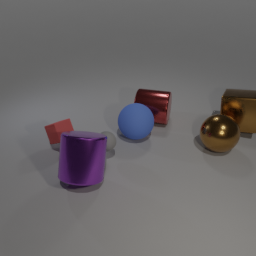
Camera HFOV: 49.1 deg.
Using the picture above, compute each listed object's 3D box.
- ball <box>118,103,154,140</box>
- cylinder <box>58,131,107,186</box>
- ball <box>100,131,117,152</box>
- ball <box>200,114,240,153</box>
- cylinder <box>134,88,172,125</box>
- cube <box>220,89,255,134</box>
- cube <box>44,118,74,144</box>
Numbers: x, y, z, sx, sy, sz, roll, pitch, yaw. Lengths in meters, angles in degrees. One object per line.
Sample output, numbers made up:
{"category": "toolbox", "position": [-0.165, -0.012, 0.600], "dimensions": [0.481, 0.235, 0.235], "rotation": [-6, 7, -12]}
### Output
{"category": "ball", "position": [0.305, -0.255, 10.803], "dimensions": [1.400, 1.400, 1.400], "rotation": [0, 31, 0]}
{"category": "cylinder", "position": [-1.387, 0.878, 8.578], "dimensions": [1.400, 1.400, 1.400], "rotation": [6, 7, -1]}
{"category": "ball", "position": [-0.744, 0.458, 9.626], "dimensions": [0.700, 0.700, 0.700], "rotation": [0, 31, 0]}
{"category": "ball", "position": [3.310, 0.187, 10.118], "dimensions": [1.400, 1.400, 1.400], "rotation": [0, 31, 0]}
{"category": "cylinder", "position": [1.072, -0.924, 11.971], "dimensions": [1.400, 1.400, 1.400], "rotation": [8, 32, 14]}
{"category": "cube", "position": [4.551, -0.728, 11.348], "dimensions": [1.400, 1.400, 1.400], "rotation": [7, 23, 24]}
{"category": "cube", "position": [-2.442, 0.124, 10.080], "dimensions": [0.700, 0.700, 0.700], "rotation": [-11, 10, 44]}
